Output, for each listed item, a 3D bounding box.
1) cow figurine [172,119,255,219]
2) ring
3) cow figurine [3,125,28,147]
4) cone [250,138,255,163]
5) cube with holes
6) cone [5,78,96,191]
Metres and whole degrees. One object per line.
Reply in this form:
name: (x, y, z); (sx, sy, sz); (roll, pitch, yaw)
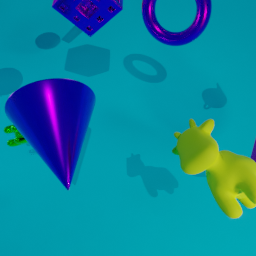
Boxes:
cow figurine: (1.211, 0.477, 3.615); (1.281, 0.703, 1.260); (2, 50, -51)
ring: (1.129, -2.826, 6.709); (1.708, 1.708, 0.342); (21, 37, 15)
cow figurine: (-2.141, 0.081, 6.153); (1.036, 1.053, 0.578); (-16, 93, -41)
cone: (2.709, 0.149, 5.203); (1.260, 1.260, 1.264); (-5, 71, -4)
cube with holes: (-0.925, -3.225, 6.728); (1.161, 1.161, 1.161); (-27, 48, 36)
cone: (-1.163, 0.294, 4.774); (1.611, 1.611, 1.617); (-13, 64, -9)
